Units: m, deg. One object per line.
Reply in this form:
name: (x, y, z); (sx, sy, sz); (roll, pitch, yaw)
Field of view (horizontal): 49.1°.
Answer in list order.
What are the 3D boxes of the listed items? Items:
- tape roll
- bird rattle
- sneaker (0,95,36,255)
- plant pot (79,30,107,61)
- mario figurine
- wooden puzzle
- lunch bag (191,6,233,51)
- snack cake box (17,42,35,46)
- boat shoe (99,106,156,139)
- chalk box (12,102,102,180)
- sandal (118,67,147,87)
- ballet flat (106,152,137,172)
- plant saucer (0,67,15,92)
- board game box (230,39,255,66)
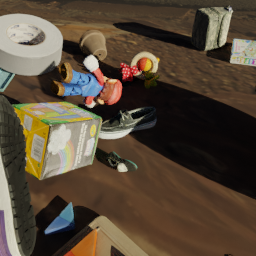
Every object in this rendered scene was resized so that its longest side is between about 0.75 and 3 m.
tape roll: (-3.847, -3.198, 10.603); (2.649, 0.875, 2.649); (11, 48, -12)
bird rattle: (0.451, -2.031, 9.543); (1.433, 1.169, 0.807); (22, 24, -1)
sneaker: (-2.467, 0.831, 4.777); (1.251, 1.082, 2.856); (-10, 79, -1)
plant pot: (-1.321, -3.248, 11.399); (1.105, 1.105, 0.963); (-17, 59, -21)
mario figurine: (-0.434, -0.493, 3.091); (0.521, 0.448, 0.845); (-13, -13, 41)
wooden puzzle: (-0.487, 2.364, 4.390); (2.879, 0.337, 1.942); (25, 43, 30)
lunch bag: (3.705, -4.349, 12.158); (1.435, 1.711, 1.192); (-16, 40, -18)
snack cake box: (-4.137, -3.504, 12.037); (0.840, 0.491, 1.461); (-21, 42, -27)
boat shoe: (-0.051, -0.228, 7.574); (1.774, 0.629, 0.639); (-17, 40, -21)
chalk box: (-1.481, 0.162, 6.315); (1.230, 1.236, 1.986); (23, 18, 28)
sandal: (0.192, -1.940, 10.085); (0.574, 0.344, 1.527); (24, 43, 28)
ballet flat: (-0.184, 0.839, 6.481); (0.303, 0.301, 0.885); (-38, 41, -28)
plant saucer: (-4.412, -1.805, 9.944); (0.642, 0.174, 1.837); (4, 37, -3)
board game box: (5.045, -3.188, 11.743); (1.347, 0.343, 2.003); (12, 39, 15)
